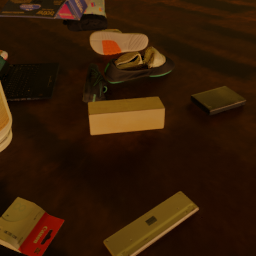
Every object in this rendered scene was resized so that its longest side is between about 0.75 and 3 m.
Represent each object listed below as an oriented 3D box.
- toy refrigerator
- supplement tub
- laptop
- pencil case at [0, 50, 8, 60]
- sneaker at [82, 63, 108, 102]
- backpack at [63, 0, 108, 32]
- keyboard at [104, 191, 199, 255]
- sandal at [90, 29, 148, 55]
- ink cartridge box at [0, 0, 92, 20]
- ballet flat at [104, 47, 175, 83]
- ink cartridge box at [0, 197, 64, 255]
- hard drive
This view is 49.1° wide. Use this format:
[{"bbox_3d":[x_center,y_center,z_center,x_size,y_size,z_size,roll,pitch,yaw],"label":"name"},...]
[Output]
[{"bbox_3d":[-0.061,-0.324,7.673,1.992,0.697,0.756,-5,32,-8],"label":"toy refrigerator"},{"bbox_3d":[-3.727,-0.521,6.595,1.640,2.271,1.640,1,40,-1],"label":"supplement tub"},{"bbox_3d":[-3.940,-2.153,9.330,2.870,1.482,2.543,-3,39,-4],"label":"laptop"},{"bbox_3d":[-5.273,-2.988,11.297,0.835,0.347,0.379,17,49,21],"label":"pencil case"},{"bbox_3d":[-1.052,-1.446,9.208,0.740,0.704,1.867,8,46,-8],"label":"sneaker"},{"bbox_3d":[-1.428,-4.340,9.483,1.577,1.889,1.196,-6,3,-19],"label":"backpack"},{"bbox_3d":[0.497,1.852,5.397,1.968,0.105,0.554,-24,39,-28],"label":"keyboard"},{"bbox_3d":[-0.415,-3.637,11.743,2.499,0.957,0.716,-5,36,-20],"label":"sandal"},{"bbox_3d":[-1.221,-2.947,5.485,1.547,0.544,2.593,15,66,28],"label":"ink cartridge box"},{"bbox_3d":[0.533,-2.250,9.852,2.805,0.959,0.954,-18,57,-21],"label":"ballet flat"},{"bbox_3d":[-1.892,1.845,5.252,1.084,0.256,0.868,13,40,18],"label":"ink cartridge box"},{"bbox_3d":[2.782,-0.864,8.702,1.381,0.227,0.964,-17,41,-20],"label":"hard drive"}]
